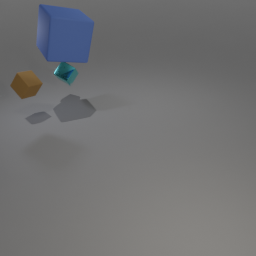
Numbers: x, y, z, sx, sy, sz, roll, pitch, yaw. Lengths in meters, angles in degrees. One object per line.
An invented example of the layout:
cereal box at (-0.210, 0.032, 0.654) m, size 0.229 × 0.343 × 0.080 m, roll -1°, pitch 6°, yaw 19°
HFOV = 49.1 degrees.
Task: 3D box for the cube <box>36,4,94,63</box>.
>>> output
cube at (-2.106, -3.085, 9.216) m, size 1.400 × 1.400 × 1.400 m, roll -6°, pitch 37°, yaw -31°

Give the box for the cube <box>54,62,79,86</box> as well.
cube at (-2.699, -2.391, 12.282) m, size 0.700 × 0.700 × 0.700 m, roll 30°, pitch -5°, yaw 5°

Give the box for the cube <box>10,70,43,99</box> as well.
cube at (-3.732, -1.597, 10.306) m, size 0.700 × 0.700 × 0.700 m, roll 48°, pitch 33°, yaw 6°
